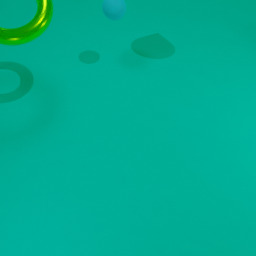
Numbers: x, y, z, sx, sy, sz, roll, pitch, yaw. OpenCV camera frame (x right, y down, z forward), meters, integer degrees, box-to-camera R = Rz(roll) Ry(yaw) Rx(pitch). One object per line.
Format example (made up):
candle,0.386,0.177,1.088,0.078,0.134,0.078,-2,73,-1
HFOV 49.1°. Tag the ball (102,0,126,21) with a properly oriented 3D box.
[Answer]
ball,-0.428,-3.734,8.686,0.750,0.750,0.750,0,56,0

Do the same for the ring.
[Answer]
ring,-2.990,-3.100,7.247,2.082,0.416,2.082,1,76,-5
